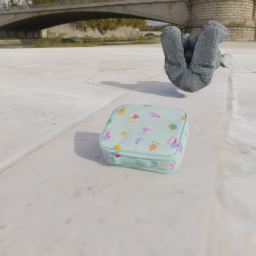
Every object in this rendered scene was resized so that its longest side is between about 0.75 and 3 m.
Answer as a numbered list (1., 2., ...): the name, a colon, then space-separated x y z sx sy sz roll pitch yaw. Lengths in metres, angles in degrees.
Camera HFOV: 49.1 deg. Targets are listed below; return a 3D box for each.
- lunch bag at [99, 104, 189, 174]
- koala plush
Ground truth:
1. lunch bag: 0.307 0.209 5.686 1.710 0.659 1.371 6 53 21
2. koala plush: 3.001 -2.856 11.651 2.512 2.603 2.833 7 15 33
